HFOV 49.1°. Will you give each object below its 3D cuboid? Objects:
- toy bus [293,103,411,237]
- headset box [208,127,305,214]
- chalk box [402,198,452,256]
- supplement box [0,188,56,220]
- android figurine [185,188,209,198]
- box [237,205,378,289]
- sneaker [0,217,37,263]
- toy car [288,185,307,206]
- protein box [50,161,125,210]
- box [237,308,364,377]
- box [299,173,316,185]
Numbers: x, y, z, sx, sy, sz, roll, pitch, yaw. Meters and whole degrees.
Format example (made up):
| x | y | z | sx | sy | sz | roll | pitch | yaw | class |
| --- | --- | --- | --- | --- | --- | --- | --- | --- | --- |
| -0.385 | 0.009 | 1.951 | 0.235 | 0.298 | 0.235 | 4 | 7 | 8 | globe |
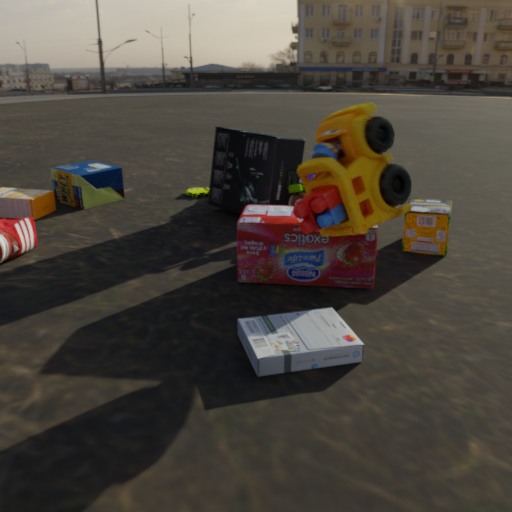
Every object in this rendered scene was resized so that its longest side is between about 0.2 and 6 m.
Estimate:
| x | y | z | sx | sy | sz | roll | pitch | yaw | class |
| --- | --- | --- | --- | --- | --- | --- | --- | --- | --- |
| 1.323 | -1.238 | 9.095 | 1.901 | 1.980 | 1.344 | -29 | 15 | -30 | toy bus |
| 0.018 | -2.078 | 14.117 | 2.359 | 2.054 | 1.094 | 19 | 19 | 42 | headset box |
| 3.773 | -0.706 | 12.322 | 0.940 | 0.935 | 1.511 | 6 | 21 | 19 | chalk box |
| -6.158 | -1.363 | 14.486 | 1.557 | 0.572 | 0.981 | 4 | 21 | 12 | supplement box |
| -1.703 | -1.861 | 16.373 | 0.740 | 0.167 | 0.813 | -10 | 25 | -24 | android figurine |
| 0.956 | -0.210 | 10.601 | 2.546 | 1.215 | 1.269 | 2 | 21 | 6 | box |
| -5.798 | -0.487 | 12.047 | 2.565 | 1.005 | 1.482 | 24 | 21 | 23 | sneaker |
| 1.437 | -1.242 | 13.178 | 1.163 | 0.956 | 0.918 | -2 | 5 | 38 | toy car |
| -4.691 | -2.009 | 15.634 | 1.414 | 0.954 | 1.403 | 17 | 27 | 37 | protein box |
| 0.607 | 1.217 | 8.171 | 1.545 | 0.318 | 1.205 | -6 | 22 | -14 | box |
| 1.611 | -1.924 | 15.864 | 1.610 | 0.635 | 1.136 | -2 | 20 | -6 | box |
